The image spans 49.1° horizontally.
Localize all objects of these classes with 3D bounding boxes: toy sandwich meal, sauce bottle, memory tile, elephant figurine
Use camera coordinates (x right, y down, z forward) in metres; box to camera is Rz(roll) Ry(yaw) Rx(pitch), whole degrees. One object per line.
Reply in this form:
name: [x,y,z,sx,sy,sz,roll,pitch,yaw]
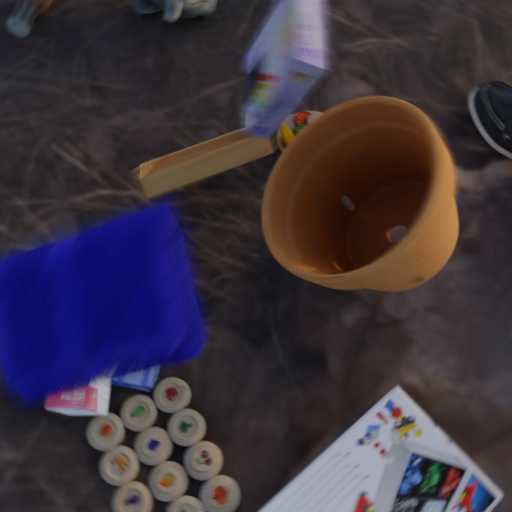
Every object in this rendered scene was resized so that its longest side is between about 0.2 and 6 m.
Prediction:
toy sandwich meal: [0.967,-2.044,9.454,1.309,0.448,1.309,0,62,0]
sauce bottle: [-4.312,-5.217,10.998,0.701,0.701,2.124,7,61,4]
memory tile: [-1.215,2.645,7.143,1.476,0.162,1.926,-26,66,-13]
elephant figurine: [-1.884,-5.426,10.861,2.207,1.562,1.713,23,20,22]

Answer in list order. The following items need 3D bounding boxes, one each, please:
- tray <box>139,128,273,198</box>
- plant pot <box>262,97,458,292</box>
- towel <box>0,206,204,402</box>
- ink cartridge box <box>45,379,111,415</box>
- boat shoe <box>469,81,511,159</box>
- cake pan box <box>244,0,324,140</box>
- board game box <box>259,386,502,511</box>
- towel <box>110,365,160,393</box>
tray: [-0.806,-1.492,8.702,1.992,0.369,0.982,-20,23,-4]
plant pot: [1.580,-0.579,7.593,2.522,1.765,2.522,-17,59,32]
towel: [-1.723,0.512,5.827,2.215,0.549,1.636,-17,80,16]
ink cartridge box: [-2.167,1.329,7.076,0.539,0.926,1.272,1,71,0]
boat shoe: [4.680,-1.906,9.039,1.182,1.049,3.163,-18,64,-9]
cake pan box: [0.327,-2.593,7.539,0.424,1.623,1.495,14,63,-22]
board game box: [1.314,3.137,6.695,2.783,0.482,1.757,-36,68,-17]
towel: [-1.844,0.962,8.006,1.315,0.213,1.791,10,63,6]
